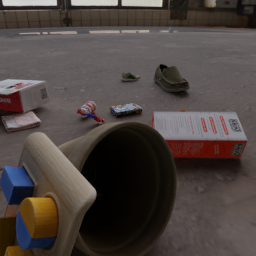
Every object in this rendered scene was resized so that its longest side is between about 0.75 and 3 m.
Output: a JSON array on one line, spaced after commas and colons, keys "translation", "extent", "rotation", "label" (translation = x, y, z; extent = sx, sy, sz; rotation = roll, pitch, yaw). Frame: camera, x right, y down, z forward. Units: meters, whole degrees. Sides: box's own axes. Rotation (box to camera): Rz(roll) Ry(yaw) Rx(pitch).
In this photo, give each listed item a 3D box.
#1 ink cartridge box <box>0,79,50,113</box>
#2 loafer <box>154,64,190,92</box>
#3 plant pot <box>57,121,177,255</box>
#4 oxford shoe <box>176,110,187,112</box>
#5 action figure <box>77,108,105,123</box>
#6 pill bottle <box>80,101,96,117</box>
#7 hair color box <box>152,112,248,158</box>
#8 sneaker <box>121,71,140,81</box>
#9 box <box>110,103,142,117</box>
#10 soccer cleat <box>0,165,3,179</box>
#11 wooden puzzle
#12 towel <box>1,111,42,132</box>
[{"translation": [-4.731, -1.275, 11.301], "extent": [2.248, 0.942, 1.973], "rotation": [8, 25, 27], "label": "ink cartridge box"}, {"translation": [2.119, -2.598, 14.248], "extent": [1.107, 1.025, 2.944], "rotation": [-10, 27, -21], "label": "loafer"}, {"translation": [-0.575, 1.045, 5.356], "extent": [2.362, 2.362, 2.050], "rotation": [-22, 15, -39], "label": "plant pot"}, {"translation": [1.579, -0.299, 9.580], "extent": [1.728, 0.616, 0.616], "rotation": [-28, 65, -40], "label": "oxford shoe"}, {"translation": [-1.287, -0.428, 10.028], "extent": [1.046, 0.270, 0.342], "rotation": [27, -16, -25], "label": "action figure"}, {"translation": [-1.580, -0.720, 10.886], "extent": [0.447, 0.447, 0.798], "rotation": [7, 27, 15], "label": "pill bottle"}, {"translation": [1.987, 0.179, 8.199], "extent": [2.505, 0.767, 1.271], "rotation": [0, 43, 2], "label": "hair color box"}, {"translation": [0.155, -2.916, 15.568], "extent": [1.129, 0.500, 0.434], "rotation": [-7, 26, -14], "label": "sneaker"}, {"translation": [-0.083, -0.732, 11.178], "extent": [1.091, 0.218, 0.747], "rotation": [-11, 27, -22], "label": "box"}, {"translation": [-4.102, 0.969, 6.789], "extent": [2.539, 0.871, 1.081], "rotation": [21, 29, 30], "label": "soccer cleat"}, {"translation": [-1.549, 1.449, 4.092], "extent": [0.551, 2.378, 2.203], "rotation": [17, 10, -40], "label": "wooden puzzle"}, {"translation": [-3.910, -0.276, 10.227], "extent": [1.184, 0.200, 1.240], "rotation": [-15, 29, -29], "label": "towel"}]
